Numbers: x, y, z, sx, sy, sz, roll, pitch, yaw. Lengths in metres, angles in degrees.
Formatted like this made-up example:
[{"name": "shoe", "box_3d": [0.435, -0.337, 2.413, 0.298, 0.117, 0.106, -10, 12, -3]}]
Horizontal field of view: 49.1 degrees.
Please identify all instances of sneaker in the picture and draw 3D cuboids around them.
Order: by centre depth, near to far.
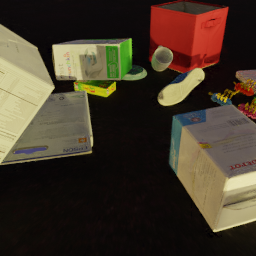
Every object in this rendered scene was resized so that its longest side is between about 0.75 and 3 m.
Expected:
[{"name": "sneaker", "box_3d": [1.733, -1.400, 9.901, 1.871, 0.718, 1.041, -40, 8, -9]}]

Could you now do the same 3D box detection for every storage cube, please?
[{"name": "storage cube", "box_3d": [2.541, -4.048, 12.236, 2.301, 2.420, 2.692, -27, 42, -34]}]

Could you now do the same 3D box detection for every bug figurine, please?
[{"name": "bug figurine", "box_3d": [3.832, -0.956, 9.282, 2.216, 0.570, 1.719, -22, 46, -36]}]

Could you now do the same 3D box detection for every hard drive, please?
[{"name": "hard drive", "box_3d": [5.252, -1.630, 10.520, 1.457, 0.290, 2.210, -5, 34, -7]}]

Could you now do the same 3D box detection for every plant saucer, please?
[{"name": "plant saucer", "box_3d": [0.102, -2.366, 11.729, 1.388, 0.190, 1.388, 0, 32, 0]}]

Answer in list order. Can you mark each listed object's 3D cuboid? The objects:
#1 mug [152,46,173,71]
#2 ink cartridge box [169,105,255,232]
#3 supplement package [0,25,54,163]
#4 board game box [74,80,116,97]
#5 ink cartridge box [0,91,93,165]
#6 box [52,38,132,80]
[{"name": "mug", "box_3d": [1.338, -2.887, 11.557, 0.763, 0.906, 1.033, -1, 75, -10]}, {"name": "ink cartridge box", "box_3d": [2.050, 0.816, 5.766, 1.529, 1.489, 2.379, -10, 37, -13]}, {"name": "supplement package", "box_3d": [-3.140, -0.800, 5.866, 1.787, 2.430, 2.324, 29, 16, -39]}, {"name": "board game box", "box_3d": [-1.223, -1.557, 10.371, 1.373, 0.327, 0.697, 14, 37, 22]}, {"name": "ink cartridge box", "box_3d": [-2.483, 0.081, 7.603, 2.986, 0.607, 2.992, -7, 37, -6]}, {"name": "box", "box_3d": [-1.171, -2.589, 10.456, 2.329, 1.276, 2.639, 2, 21, 10]}]
